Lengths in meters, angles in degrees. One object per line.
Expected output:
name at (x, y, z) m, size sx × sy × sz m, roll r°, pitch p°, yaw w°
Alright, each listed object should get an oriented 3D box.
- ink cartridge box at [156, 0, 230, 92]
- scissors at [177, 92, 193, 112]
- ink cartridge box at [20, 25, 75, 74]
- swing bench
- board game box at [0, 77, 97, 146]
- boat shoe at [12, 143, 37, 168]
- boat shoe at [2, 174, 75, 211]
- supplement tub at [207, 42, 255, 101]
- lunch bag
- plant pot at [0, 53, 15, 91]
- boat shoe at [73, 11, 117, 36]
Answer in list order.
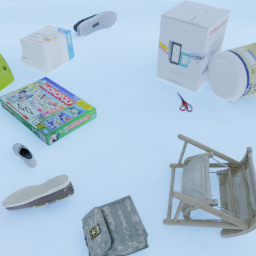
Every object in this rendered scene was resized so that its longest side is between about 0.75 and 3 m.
ink cartridge box at (2.357, -3.079, 10.476) m, size 1.842 × 2.522 × 1.850 m, roll 28°, pitch 50°, yaw 26°
scissors at (2.021, -0.951, 10.007) m, size 0.449 × 0.086 × 1.229 m, roll -1°, pitch 40°, yaw 3°
ink cartridge box at (-3.433, -3.299, 11.794) m, size 1.289 × 1.256 × 2.006 m, roll 20°, pitch 44°, yaw 21°
swing bench at (1.929, 1.337, 6.519) m, size 1.903 × 1.234 × 1.893 m, roll 12°, pitch 41°, yaw 5°
board game box at (-2.730, -0.706, 9.448) m, size 2.899 × 0.422 × 1.951 m, roll 32°, pitch 51°, yaw 31°
boat shoe at (-2.916, 0.670, 7.862) m, size 0.393 × 0.401 × 1.125 m, roll -31°, pitch 50°, yaw -31°
boat shoe at (-2.102, 1.622, 6.608) m, size 1.669 × 0.497 × 0.599 m, roll -20°, pitch 30°, yaw -2°
supplement tub at (4.294, -2.075, 9.983) m, size 2.439 × 1.761 × 1.761 m, roll -19°, pitch 44°, yaw -19°
lunch bag at (-0.328, 2.156, 5.910) m, size 1.252 × 0.736 × 1.027 m, roll -18°, pitch 44°, yaw -11°
plant pot at (-5.908, -2.290, 10.004) m, size 2.303 × 2.100 × 2.314 m, roll 16°, pitch 44°, yaw 17°
boat shoe at (-1.723, -5.621, 14.798) m, size 2.625 × 0.901 × 0.743 m, roll -34°, pitch 51°, yaw -31°
